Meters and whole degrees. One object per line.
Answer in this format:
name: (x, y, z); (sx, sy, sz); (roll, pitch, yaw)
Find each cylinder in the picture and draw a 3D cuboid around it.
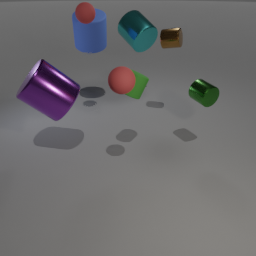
cylinder: (0.451, -4.540, 13.179); (1.400, 1.400, 1.400); (-20, 61, -33)
cylinder: (0.187, -1.341, 8.578); (0.700, 0.700, 0.700); (24, 16, -8)
cylinder: (-2.435, -1.147, 8.614); (1.400, 1.400, 1.400); (34, 15, -27)
cylinder: (1.624, -3.339, 10.434); (0.700, 0.700, 0.700); (2, 27, 24)
cylinder: (-1.614, -4.147, 11.935); (1.400, 1.400, 1.400); (2, 46, -2)
cylinder: (2.428, -1.124, 8.978); (0.700, 0.700, 0.700); (-15, 37, -26)

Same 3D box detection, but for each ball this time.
ball: (-0.160, -1.206, 7.100); (0.700, 0.700, 0.700); (0, 28, 0)
ball: (-1.479, -3.986, 9.715); (0.700, 0.700, 0.700); (0, 28, 0)
